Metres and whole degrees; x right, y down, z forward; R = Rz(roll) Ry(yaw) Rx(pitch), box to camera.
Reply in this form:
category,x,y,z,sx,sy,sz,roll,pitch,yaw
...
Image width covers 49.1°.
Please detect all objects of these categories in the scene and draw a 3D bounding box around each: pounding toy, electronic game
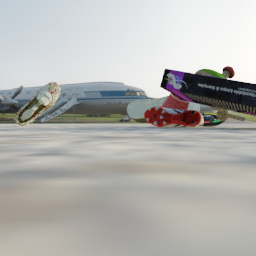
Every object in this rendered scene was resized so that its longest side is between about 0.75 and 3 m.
category,x,y,z,sx,sy,sz,roll,pitch,yaw
pounding toy,2.904,-1.162,8.492,0.878,1.892,1.460,-37,8,-10
electronic game,2.709,-0.319,9.609,1.210,0.252,1.210,-3,19,1

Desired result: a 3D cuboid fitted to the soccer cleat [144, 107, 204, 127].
category,x,y,z,sx,sy,sz,roll,pitch,yaw
soccer cleat,1.298,-0.275,8.008,1.753,0.601,0.747,3,-8,32

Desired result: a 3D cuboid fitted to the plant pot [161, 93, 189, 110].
category,x,y,z,sx,sy,sz,roll,pitch,yaw
plant pot,1.434,-0.598,8.633,0.901,0.797,0.901,18,25,-8

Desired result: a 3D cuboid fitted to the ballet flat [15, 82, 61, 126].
category,x,y,z,sx,sy,sz,roll,pitch,yaw
ballet flat,-3.146,-0.785,9.828,0.773,2.043,0.653,44,3,-14

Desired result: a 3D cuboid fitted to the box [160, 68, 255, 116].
category,x,y,z,sx,sy,sz,roll,pitch,yaw
box,2.388,-0.706,6.413,2.854,0.515,2.041,17,4,23

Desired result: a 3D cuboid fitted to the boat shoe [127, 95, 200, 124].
category,x,y,z,sx,sy,sz,roll,pitch,yaw
boat shoe,1.376,-0.662,10.924,2.748,0.982,0.821,-2,-20,11
